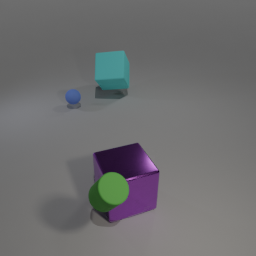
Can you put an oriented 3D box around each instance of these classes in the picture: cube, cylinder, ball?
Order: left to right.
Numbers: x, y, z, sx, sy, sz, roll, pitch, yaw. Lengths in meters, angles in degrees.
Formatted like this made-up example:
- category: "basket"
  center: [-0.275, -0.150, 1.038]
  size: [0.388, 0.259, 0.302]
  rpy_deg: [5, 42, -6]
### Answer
- category: "ball"
  center: [-2.520, -1.431, 12.848]
  size: [0.700, 0.700, 0.700]
  rpy_deg: [0, 31, 0]
- category: "cylinder"
  center: [-0.430, 1.402, 6.093]
  size: [0.700, 0.700, 0.700]
  rpy_deg: [13, 58, -21]
- category: "cube"
  center: [-0.735, -2.763, 13.627]
  size: [1.400, 1.400, 1.400]
  rpy_deg: [-2, -12, 11]
- category: "cube"
  center: [-0.086, 1.463, 7.775]
  size: [1.400, 1.400, 1.400]
  rpy_deg: [-12, 34, -19]
